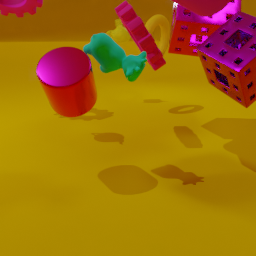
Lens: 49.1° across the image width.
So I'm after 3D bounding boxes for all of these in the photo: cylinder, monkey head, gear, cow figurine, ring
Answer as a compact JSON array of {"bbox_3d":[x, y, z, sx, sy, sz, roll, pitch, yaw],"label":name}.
[{"bbox_3d":[1.237,-2.697,4.987,1.077,1.077,1.077,7,11,-39],"label":"cylinder"},{"bbox_3d":[-0.259,-3.314,9.580,1.090,0.784,0.657,-6,18,-10],"label":"monkey head"},{"bbox_3d":[0.276,-1.956,6.042,0.285,1.539,1.539,-34,17,9],"label":"gear"},{"bbox_3d":[-3.188,-3.678,7.499,1.734,0.321,1.734,-2,-17,-1],"label":"gear"},{"bbox_3d":[-0.174,-1.077,4.205,0.487,0.887,0.872,-56,30,-15],"label":"cow figurine"},{"bbox_3d":[0.844,-2.695,8.558,0.289,1.447,1.447,24,29,30],"label":"ring"},{"bbox_3d":[-0.895,-0.682,4.254,0.778,0.778,0.778,-1,61,1],"label":"cylinder"}]

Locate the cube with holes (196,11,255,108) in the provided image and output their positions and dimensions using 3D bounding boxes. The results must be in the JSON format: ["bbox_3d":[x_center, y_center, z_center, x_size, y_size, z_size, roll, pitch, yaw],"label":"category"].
[{"bbox_3d":[1.888,-1.121,4.610,0.934,0.934,0.934,-41,48,0],"label":"cube with holes"}]

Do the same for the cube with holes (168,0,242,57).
[{"bbox_3d":[1.716,-2.560,6.452,1.306,1.306,1.306,8,-14,3],"label":"cube with holes"}]
